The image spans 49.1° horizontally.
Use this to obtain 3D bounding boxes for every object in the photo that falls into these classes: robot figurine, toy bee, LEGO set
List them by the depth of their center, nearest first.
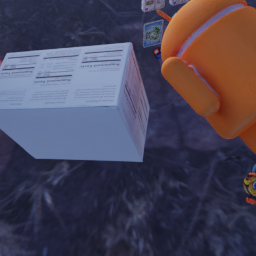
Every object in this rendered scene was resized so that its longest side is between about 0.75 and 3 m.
[{"bbox_3d":[1.988,0.820,4.163,1.181,0.773,0.642,9,85,19],"label":"toy bee"},{"bbox_3d":[1.544,-0.902,4.175,1.891,1.533,2.629,-37,74,4],"label":"robot figurine"},{"bbox_3d":[1.067,-2.555,6.301,1.694,2.267,0.556,-16,62,-7],"label":"LEGO set"}]

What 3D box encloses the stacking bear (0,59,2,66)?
[{"bbox_3d":[-3.164,-0.815,4.536,2.403,1.366,1.459,-18,88,-52],"label":"stacking bear"}]

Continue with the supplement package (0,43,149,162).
[{"bbox_3d":[-0.908,-0.333,4.925,2.249,1.751,1.247,0,59,16],"label":"supplement package"}]
